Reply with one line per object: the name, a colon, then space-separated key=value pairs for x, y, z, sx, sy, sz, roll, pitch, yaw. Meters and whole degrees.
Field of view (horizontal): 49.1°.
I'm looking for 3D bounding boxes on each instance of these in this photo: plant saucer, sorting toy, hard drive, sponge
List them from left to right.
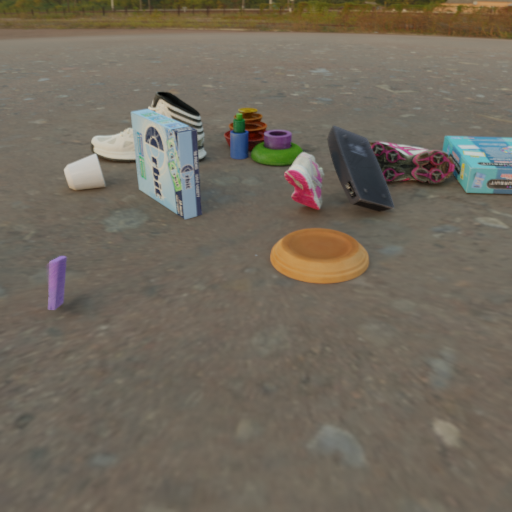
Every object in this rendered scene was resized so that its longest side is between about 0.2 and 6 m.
sponge: x=-3.133 y=0.419 z=8.815 sx=0.117 sy=0.785 sz=0.438 roll=7 pitch=13 yaw=0
sorting toy: x=0.061 y=-3.564 z=16.185 sx=1.807 sy=1.234 sz=3.007 roll=-18 pitch=33 yaw=-31
plant saucer: x=1.182 y=-0.074 z=10.448 sx=1.835 sy=0.343 sz=1.835 roll=-1 pitch=27 yaw=0
hard drive: x=2.293 y=-1.908 z=12.528 sx=1.331 sy=0.418 sz=1.974 roll=8 pitch=57 yaw=-40

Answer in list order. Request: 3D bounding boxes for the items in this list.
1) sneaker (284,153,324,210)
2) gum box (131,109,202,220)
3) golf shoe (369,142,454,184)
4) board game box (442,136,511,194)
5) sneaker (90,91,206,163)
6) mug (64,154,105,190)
sneaker: x=1.166 y=-1.599 z=12.111 sx=0.693 sy=1.702 sz=0.751 roll=23 pitch=73 yaw=21
gum box: x=-2.040 y=-2.108 z=12.622 sx=0.508 sy=1.937 sz=2.279 roll=-19 pitch=34 yaw=-32
golf shoe: x=3.590 y=-2.368 z=14.355 sx=2.686 sy=0.975 sz=1.237 roll=9 pitch=15 yaw=3
board game box: x=6.237 y=-2.388 z=14.523 sx=2.166 sy=0.673 sz=2.870 roll=2 pitch=28 yaw=5
sneaker: x=-3.061 y=-3.669 z=15.664 sx=3.294 sy=1.895 sz=1.243 roll=2 pitch=27 yaw=3
mug: x=-4.227 y=-1.946 z=13.819 sx=0.842 sy=1.026 sz=0.822 roll=-18 pitch=64 yaw=-14
